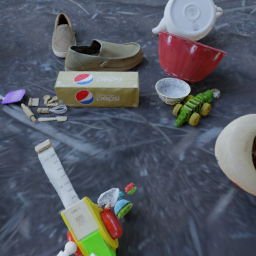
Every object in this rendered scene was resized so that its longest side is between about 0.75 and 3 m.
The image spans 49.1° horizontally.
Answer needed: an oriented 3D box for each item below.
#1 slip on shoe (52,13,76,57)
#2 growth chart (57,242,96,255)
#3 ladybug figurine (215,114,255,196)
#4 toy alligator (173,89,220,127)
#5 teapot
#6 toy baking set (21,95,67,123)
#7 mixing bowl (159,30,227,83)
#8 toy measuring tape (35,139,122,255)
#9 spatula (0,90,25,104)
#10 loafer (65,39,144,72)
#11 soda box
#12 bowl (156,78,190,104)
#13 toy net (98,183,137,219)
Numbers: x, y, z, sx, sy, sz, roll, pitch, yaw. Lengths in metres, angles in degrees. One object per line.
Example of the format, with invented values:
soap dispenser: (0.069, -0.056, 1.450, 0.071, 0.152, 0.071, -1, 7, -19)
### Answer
slip on shoe: (-2.406, -3.512, 10.540, 0.905, 0.721, 2.380, -4, 46, -4)
growth chart: (-0.340, 3.069, 4.044, 2.829, 0.251, 2.047, 23, 69, 15)
ladybug figurine: (2.766, 0.631, 5.898, 2.470, 0.888, 1.676, 21, 73, -24)
toy alligator: (2.011, -0.743, 7.968, 0.709, 0.514, 2.139, 33, 54, 27)
teapot: (2.301, -4.147, 10.664, 2.021, 1.476, 1.995, 30, 91, -1)
toy baking set: (-2.384, -0.555, 8.029, 1.090, 0.165, 1.420, -25, 51, -23)
mixing bowl: (1.791, -2.119, 8.635, 2.124, 1.150, 2.124, 16, 20, -6)
toy measuring tape: (-0.849, 1.455, 5.136, 0.984, 0.984, 2.674, -27, 82, -24)
spatula: (-4.128, -0.982, 8.419, 2.105, 0.216, 0.595, 3, 44, 4)
loafer: (-0.750, -2.428, 9.321, 2.785, 0.939, 1.059, -18, 48, -17)
soda box: (-0.853, -1.131, 8.188, 2.344, 0.750, 0.794, 0, 45, 1)
bowl: (1.293, -1.007, 8.251, 1.001, 0.470, 1.001, 1, 44, -1)
toy net: (-0.138, 1.344, 5.291, 0.711, 1.355, 0.262, -46, 66, -3)
